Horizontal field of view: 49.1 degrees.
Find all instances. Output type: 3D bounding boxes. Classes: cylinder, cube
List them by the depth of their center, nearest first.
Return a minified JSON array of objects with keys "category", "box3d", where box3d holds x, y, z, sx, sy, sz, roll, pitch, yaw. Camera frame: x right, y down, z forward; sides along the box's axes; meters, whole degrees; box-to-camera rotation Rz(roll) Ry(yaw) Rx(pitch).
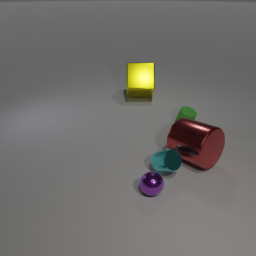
[{"category":"cylinder","box3d":[1.207,1.022,8.805,0.700,0.700,0.700,-18,0,-30]},{"category":"cylinder","box3d":[2.265,0.477,9.393,1.400,1.400,1.400,-22,29,-36]},{"category":"cylinder","box3d":[2.369,-0.417,11.506,0.700,0.700,0.700,11,39,-9]},{"category":"cube","box3d":[0.626,-2.436,14.445,1.400,1.400,1.400,0,-12,0]}]

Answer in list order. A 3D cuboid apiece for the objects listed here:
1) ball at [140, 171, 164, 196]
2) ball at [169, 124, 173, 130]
[{"category":"ball","box3d":[0.695,1.614,8.153,0.700,0.700,0.700,0,28,0]},{"category":"ball","box3d":[1.954,0.132,10.877,0.700,0.700,0.700,0,28,0]}]
